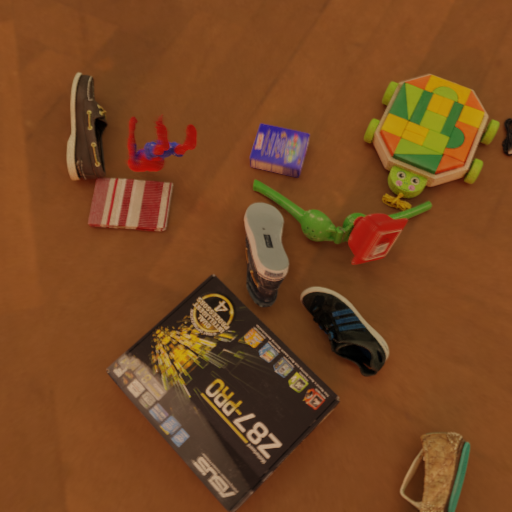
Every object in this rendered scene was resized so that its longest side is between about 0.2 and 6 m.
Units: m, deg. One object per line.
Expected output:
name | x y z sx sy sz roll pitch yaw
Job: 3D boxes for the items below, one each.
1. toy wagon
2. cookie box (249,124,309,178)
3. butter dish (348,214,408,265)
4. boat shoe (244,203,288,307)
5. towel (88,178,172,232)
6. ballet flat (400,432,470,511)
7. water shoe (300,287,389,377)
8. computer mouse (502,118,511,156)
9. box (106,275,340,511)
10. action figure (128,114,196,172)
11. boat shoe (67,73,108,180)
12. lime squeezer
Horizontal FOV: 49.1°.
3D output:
toy wagon | 3.472 -2.309 11.473 2.405 0.613 3.100 24 69 10
cookie box | 0.480 -2.171 11.528 1.057 0.397 0.904 14 69 6
butter dish | 2.063 -0.426 10.153 1.004 1.001 0.742 -11 48 -40
boat shoe | 0.087 -0.064 10.506 0.759 0.973 2.144 8 39 -11
towel | -2.501 -1.034 11.195 1.546 0.176 1.113 4 65 0
ballet flat | 2.663 4.092 8.802 0.884 0.955 2.709 7 62 31
water shoe | 1.495 1.285 9.737 1.884 0.673 0.743 39 39 7
computer mouse | 5.891 -2.440 11.663 1.383 0.365 0.958 12 67 5
box | -0.565 2.230 9.506 2.517 0.767 3.123 -42 73 -13
action figure | -1.845 -2.209 10.210 0.797 2.442 1.209 -5 87 -27
boat shoe | -3.420 -2.670 11.542 0.715 0.847 2.376 -2 74 -4
lime squeezer | 1.643 -0.734 10.945 3.576 0.675 1.263 7 35 3
